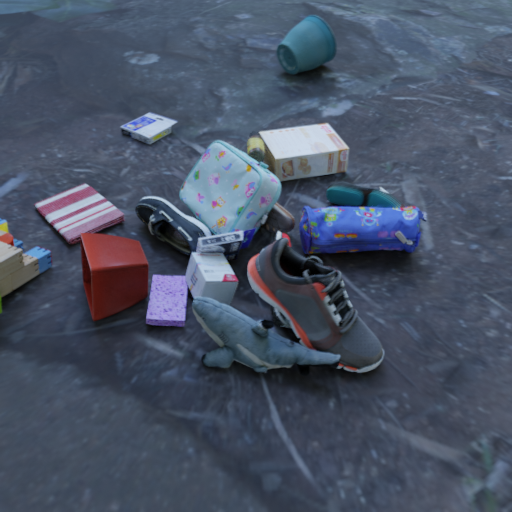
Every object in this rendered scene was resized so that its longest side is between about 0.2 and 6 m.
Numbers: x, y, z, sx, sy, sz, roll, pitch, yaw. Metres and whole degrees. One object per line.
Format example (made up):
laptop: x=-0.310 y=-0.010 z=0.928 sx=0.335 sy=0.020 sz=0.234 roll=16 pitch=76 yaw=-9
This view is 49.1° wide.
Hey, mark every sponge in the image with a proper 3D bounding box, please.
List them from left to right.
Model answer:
sponge: x=-1.668 y=0.825 z=10.615 sx=0.699 sy=0.187 sz=1.253 roll=4 pitch=38 yaw=-6

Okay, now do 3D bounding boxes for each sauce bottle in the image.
sauce bottle: x=-0.015 y=-2.734 z=14.001 sx=0.429 sy=0.429 sz=1.324 roll=-1 pitch=34 yaw=-1

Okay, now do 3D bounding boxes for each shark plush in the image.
shark plush: x=0.061 y=1.449 z=9.207 sx=2.528 sy=1.053 sz=1.148 roll=24 pitch=45 yaw=27

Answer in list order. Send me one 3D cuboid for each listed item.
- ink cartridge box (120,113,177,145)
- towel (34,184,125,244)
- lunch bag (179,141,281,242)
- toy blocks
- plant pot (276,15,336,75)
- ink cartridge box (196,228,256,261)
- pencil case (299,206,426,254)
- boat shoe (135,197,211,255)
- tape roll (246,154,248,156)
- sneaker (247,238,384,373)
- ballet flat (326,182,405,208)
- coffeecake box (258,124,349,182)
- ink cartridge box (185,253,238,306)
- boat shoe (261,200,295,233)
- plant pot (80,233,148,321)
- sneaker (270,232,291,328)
ink cartridge box: x=-3.089 y=-3.706 z=16.229 sx=1.173 sy=0.279 sz=1.187 roll=24 pitch=43 yaw=29
towel: x=-4.088 y=-0.998 z=12.909 sx=1.396 sy=0.221 sz=1.939 roll=-29 pitch=45 yaw=-29
lunch bag: x=-0.535 y=-1.407 z=12.168 sx=0.872 sy=1.815 sz=2.263 roll=26 pitch=14 yaw=-49
toy blocks: x=-5.493 y=-0.040 z=11.037 sx=2.901 sy=1.450 sz=1.983 roll=16 pitch=30 yaw=17
plant pot: x=1.644 y=-7.236 z=19.627 sx=1.605 sy=1.708 sz=1.708 roll=-38 pitch=51 yaw=-18
ink cartridge box: x=-0.606 y=-0.168 z=11.204 sx=1.164 sy=1.154 sz=0.253 roll=-12 pitch=74 yaw=-12
pencil case: x=2.186 y=-0.526 z=11.682 sx=2.551 sy=0.995 sz=1.108 roll=0 pitch=30 yaw=1
boat shoe: x=-1.925 y=-0.660 z=12.027 sx=2.105 sy=0.796 sz=0.635 roll=23 pitch=42 yaw=30
tape roll: x=-0.633 y=-2.045 z=13.988 sx=1.440 sy=0.476 sz=1.440 roll=1 pitch=39 yaw=0
sneaker: x=1.101 y=0.795 z=9.268 sx=2.795 sy=1.145 sz=1.077 roll=39 pitch=45 yaw=1
ballet flat: x=2.631 y=-1.328 z=12.962 sx=2.054 sy=0.698 sz=0.703 roll=24 pitch=36 yaw=25
coffeecake box: x=1.203 y=-2.720 z=14.624 sx=1.969 sy=0.719 sz=1.511 roll=-10 pitch=40 yaw=-12
ink cartridge box: x=-0.866 y=0.451 z=10.639 sx=0.667 sy=0.664 sz=0.918 roll=1 pitch=36 yaw=-27
boat shoe: x=0.192 y=-1.176 z=12.731 sx=0.715 sy=0.754 sz=1.992 roll=-29 pitch=49 yaw=-33
plant pot: x=-2.654 y=0.327 z=10.577 sx=1.080 sy=1.226 sz=1.225 roll=-7 pitch=39 yaw=-23
sneaker: x=0.712 y=0.488 z=10.748 sx=0.982 sy=0.890 sz=2.312 roll=6 pitch=44 yaw=-15
